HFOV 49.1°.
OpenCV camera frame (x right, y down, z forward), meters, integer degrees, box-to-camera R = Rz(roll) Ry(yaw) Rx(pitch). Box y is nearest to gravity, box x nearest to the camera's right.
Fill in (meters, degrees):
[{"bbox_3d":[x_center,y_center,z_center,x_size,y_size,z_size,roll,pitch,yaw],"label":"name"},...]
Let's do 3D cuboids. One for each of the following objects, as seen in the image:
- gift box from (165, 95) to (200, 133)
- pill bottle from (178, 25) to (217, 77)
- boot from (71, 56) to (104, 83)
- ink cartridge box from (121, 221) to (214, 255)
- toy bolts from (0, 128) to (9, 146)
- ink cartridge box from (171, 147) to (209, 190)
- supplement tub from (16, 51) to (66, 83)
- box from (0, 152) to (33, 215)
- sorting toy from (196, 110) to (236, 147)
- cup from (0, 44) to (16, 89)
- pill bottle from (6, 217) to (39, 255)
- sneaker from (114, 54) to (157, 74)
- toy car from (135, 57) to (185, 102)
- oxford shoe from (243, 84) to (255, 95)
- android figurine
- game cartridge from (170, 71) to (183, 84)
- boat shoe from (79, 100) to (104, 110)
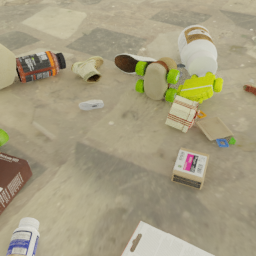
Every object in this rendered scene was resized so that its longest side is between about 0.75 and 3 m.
[{"bbox_3d":[2.091,-0.589,10.466,1.017,1.005,1.089,23,47,8],"label":"gift box"},{"bbox_3d":[3.318,-3.564,13.328,1.645,1.645,2.878,1,43,1],"label":"pill bottle"},{"bbox_3d":[-1.600,-2.739,13.219,1.738,0.626,1.344,-26,52,-33],"label":"boot"},{"bbox_3d":[1.045,3.315,6.691,2.282,0.575,1.244,20,46,22],"label":"ink cartridge box"},{"bbox_3d":[-5.368,0.467,8.997,2.112,2.018,1.465,-7,46,20],"label":"toy bolts"},{"bbox_3d":[2.006,1.269,8.989,0.980,0.447,1.190,15,46,14],"label":"ink cartridge box"},{"bbox_3d":[-4.021,-2.883,12.967,2.191,1.172,1.172,-19,46,-21],"label":"supplement tub"},{"bbox_3d":[-3.892,1.774,8.220,1.044,0.782,2.086,14,43,15],"label":"box"},{"bbox_3d":[3.194,0.054,10.448,1.116,0.270,1.982,-9,46,-20],"label":"sorting toy"},{"bbox_3d":[-5.974,-2.661,11.994,1.940,2.713,2.713,1,36,-37],"label":"cup"},{"bbox_3d":[-2.619,2.891,7.072,0.666,0.666,1.112,0,42,0],"label":"pill bottle"},{"bbox_3d":[0.539,-3.025,13.531,2.456,0.894,1.040,18,21,22],"label":"sneaker"},{"bbox_3d":[1.552,-2.341,12.033,1.731,1.663,2.108,20,44,22],"label":"toy car"},{"bbox_3d":[5.628,-1.679,12.234,0.405,0.388,1.096,-28,50,-30],"label":"oxford shoe"},{"bbox_3d":[2.910,-1.633,11.594,1.924,0.434,2.114,-7,36,29],"label":"android figurine"},{"bbox_3d":[1.885,-2.441,13.187,0.831,0.246,1.283,37,54,28],"label":"game cartridge"},{"bbox_3d":[-1.515,-0.994,11.512,1.028,0.370,0.338,-10,38,-10],"label":"boat shoe"}]
